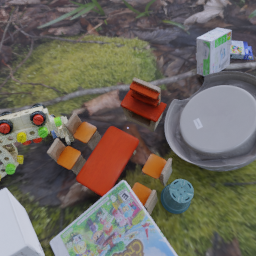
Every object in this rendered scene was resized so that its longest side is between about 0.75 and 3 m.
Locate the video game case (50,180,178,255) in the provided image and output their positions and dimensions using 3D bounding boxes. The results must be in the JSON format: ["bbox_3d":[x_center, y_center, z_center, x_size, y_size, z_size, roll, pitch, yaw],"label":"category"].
[{"bbox_3d":[-0.390,2.690,6.081,2.344,0.259,2.134,-41,61,4],"label":"video game case"}]

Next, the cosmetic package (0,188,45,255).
[{"bbox_3d":[-3.002,2.536,6.032,1.739,1.455,1.446,-27,59,-18],"label":"cosmetic package"}]

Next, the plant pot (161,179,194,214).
[{"bbox_3d":[1.267,1.668,7.015,0.794,0.777,0.794,1,62,-2],"label":"plant pot"}]

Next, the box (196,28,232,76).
[{"bbox_3d":[2.950,-2.620,9.705,1.156,1.310,0.633,-32,41,-28],"label":"box"}]

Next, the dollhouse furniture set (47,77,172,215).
[{"bbox_3d":[-0.194,0.323,7.268,2.958,1.524,2.926,26,70,17],"label":"dollhouse furniture set"}]

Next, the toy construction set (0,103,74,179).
[{"bbox_3d":[-2.682,0.297,7.580,2.677,1.755,1.233,-23,34,-19],"label":"toy construction set"}]

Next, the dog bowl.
[{"bbox_3d":[2.506,-0.144,7.687,2.913,0.854,2.913,-17,53,24],"label":"dog bowl"}]

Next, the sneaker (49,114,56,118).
[{"bbox_3d":[-2.314,-0.179,8.430,0.338,0.343,0.876,-2,22,4],"label":"sneaker"}]

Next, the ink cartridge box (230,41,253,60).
[{"bbox_3d":[4.137,-3.024,10.796,1.345,0.282,0.803,7,55,3],"label":"ink cartridge box"}]
